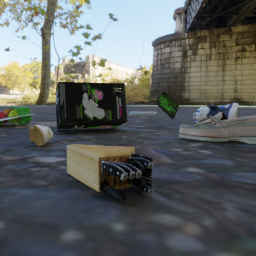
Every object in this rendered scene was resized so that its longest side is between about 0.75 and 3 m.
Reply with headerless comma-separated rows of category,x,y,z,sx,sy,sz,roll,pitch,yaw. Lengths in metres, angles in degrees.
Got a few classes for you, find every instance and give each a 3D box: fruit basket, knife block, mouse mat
fruit basket,-5.145,-0.397,11.939,1.846,0.865,1.710,-24,20,-37
knife block,-0.339,0.533,3.588,1.390,0.445,1.220,2,5,12
mouse mat,2.056,-1.165,14.341,1.254,1.009,0.047,41,-34,-16

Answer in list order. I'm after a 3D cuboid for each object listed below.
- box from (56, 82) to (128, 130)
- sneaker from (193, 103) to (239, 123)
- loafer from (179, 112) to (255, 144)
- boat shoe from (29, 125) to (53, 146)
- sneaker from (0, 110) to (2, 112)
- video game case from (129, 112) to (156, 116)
box,-1.338,-0.738,9.866,2.259,1.404,1.678,-1,-7,-17
sneaker,3.769,-0.621,12.107,1.753,0.965,2.394,7,14,24
loafer,2.710,-0.072,7.408,2.738,0.861,0.984,3,7,29
boat shoe,-2.148,0.148,7.116,0.483,0.493,1.393,-4,6,-29
sneaker,-6.825,-0.579,12.661,1.148,0.803,1.987,-5,-11,22
video game case,1.054,-1.000,19.409,1.826,0.221,2.006,0,6,6
